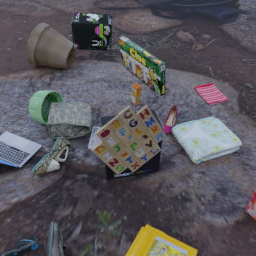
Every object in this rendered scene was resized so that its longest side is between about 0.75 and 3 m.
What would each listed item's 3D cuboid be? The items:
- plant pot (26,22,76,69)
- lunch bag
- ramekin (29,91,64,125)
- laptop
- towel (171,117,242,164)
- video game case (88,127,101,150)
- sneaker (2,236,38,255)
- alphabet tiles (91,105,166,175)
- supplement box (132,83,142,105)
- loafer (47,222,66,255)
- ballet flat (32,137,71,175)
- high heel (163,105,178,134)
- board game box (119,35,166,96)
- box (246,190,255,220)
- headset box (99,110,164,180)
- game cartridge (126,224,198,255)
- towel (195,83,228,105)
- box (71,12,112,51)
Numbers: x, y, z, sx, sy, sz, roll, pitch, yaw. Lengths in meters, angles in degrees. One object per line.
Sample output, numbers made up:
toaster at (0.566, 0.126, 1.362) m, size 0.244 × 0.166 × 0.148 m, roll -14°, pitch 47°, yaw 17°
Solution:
plant pot at (-4.052, -4.261, 15.326) m, size 2.035 × 2.345 × 2.345 m, roll 23°, pitch 44°, yaw 1°
lunch bag at (-2.321, -0.323, 11.495) m, size 1.737 × 1.021 × 1.424 m, roll -2°, pitch 43°, yaw -6°
ramekin at (-3.461, -0.874, 11.846) m, size 0.736 × 1.507 × 1.507 m, roll 11°, pitch 42°, yaw 23°
laptop at (-4.657, 0.628, 10.318) m, size 1.930 × 1.194 × 2.061 m, roll 19°, pitch 45°, yaw 19°
towel at (3.087, 0.390, 11.093) m, size 2.179 × 0.525 × 1.866 m, roll -15°, pitch 43°, yaw -16°
video game case at (-0.941, 0.415, 11.354) m, size 1.157 × 0.146 × 1.270 m, roll 2°, pitch 40°, yaw 3°
sneaker at (-3.043, 3.385, 7.885) m, size 0.954 × 0.349 × 0.391 m, roll -13°, pitch 32°, yaw -27°
alphabet tiles at (0.091, 0.391, 7.576) m, size 1.811 × 2.176 × 0.069 m, roll -38°, pitch 45°, yaw 0°
supplement box at (0.401, -1.560, 12.956) m, size 0.325 × 0.978 × 0.336 m, roll -25°, pitch 53°, yaw -25°
loafer at (-1.931, 3.443, 7.690) m, size 0.544 × 0.621 × 1.730 m, roll 9°, pitch 45°, yaw -20°
ballet flat at (-2.674, 1.084, 10.295) m, size 0.734 × 0.661 × 1.949 m, roll 28°, pitch 43°, yaw 2°
high heel at (1.786, -0.372, 11.835) m, size 0.476 × 0.678 × 1.410 m, roll 10°, pitch 42°, yaw 11°
board game box at (0.482, -2.231, 9.916) m, size 0.286 × 1.279 × 2.441 m, roll -27°, pitch 48°, yaw -20°
box at (5.034, 2.143, 8.608) m, size 2.425 × 1.158 × 1.209 m, roll -21°, pitch 46°, yaw -22°
headset box at (0.096, 0.536, 9.609) m, size 1.968 × 2.261 × 1.049 m, roll -7°, pitch 42°, yaw -9°
game cartridge at (0.854, 3.594, 7.650) m, size 1.695 × 0.275 × 1.495 m, roll 21°, pitch 46°, yaw 21°
towel at (4.066, -1.686, 13.717) m, size 1.089 × 0.169 × 1.506 m, roll -12°, pitch 43°, yaw -12°
box at (-1.355, -3.670, 10.691) m, size 1.484 × 1.102 × 0.922 m, roll 2°, pitch 45°, yaw -4°
